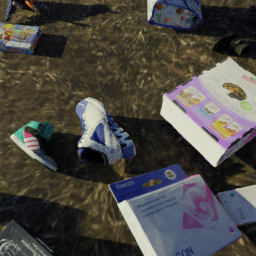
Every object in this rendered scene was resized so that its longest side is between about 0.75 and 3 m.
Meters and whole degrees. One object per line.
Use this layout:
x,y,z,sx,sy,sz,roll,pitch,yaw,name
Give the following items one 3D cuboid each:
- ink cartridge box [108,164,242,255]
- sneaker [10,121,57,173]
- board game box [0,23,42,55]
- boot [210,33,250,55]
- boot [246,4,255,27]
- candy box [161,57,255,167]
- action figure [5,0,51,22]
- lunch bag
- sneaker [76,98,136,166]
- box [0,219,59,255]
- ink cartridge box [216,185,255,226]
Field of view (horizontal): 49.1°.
1.101,1.919,6.553,2.377,0.524,2.421,-11,55,-34,ink cartridge box
-2.385,0.401,7.911,1.740,0.728,1.051,36,76,19,sneaker
-4.146,-3.257,10.173,1.688,0.291,1.142,8,61,4,board game box
3.609,-2.832,9.840,1.211,0.456,0.906,-29,65,-16,boot
5.129,-4.232,10.631,1.194,0.449,0.893,22,63,12,boot
2.717,-0.577,8.031,2.709,0.969,2.272,-31,61,-21,candy box
-4.039,-4.820,10.919,1.772,0.958,1.832,19,88,18,action figure
1.815,-4.663,10.478,1.984,1.229,1.687,9,61,-10,lunch bag
-0.972,0.192,7.690,1.326,0.927,2.296,-29,59,-26,sneaker
-2.370,3.274,6.138,1.776,0.925,1.617,33,67,17,box
3.143,1.972,7.224,1.464,0.307,0.874,-12,58,-4,ink cartridge box
